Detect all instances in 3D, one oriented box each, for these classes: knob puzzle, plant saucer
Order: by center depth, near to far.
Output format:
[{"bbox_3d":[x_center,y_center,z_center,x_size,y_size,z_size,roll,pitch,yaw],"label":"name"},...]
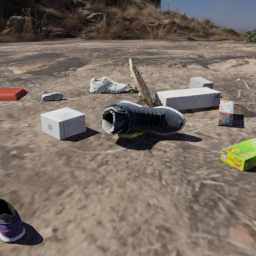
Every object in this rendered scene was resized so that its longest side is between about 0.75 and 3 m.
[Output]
[{"bbox_3d":[0.574,-1.853,13.111,0.359,2.586,2.586,-25,18,13],"label":"knob puzzle"},{"bbox_3d":[-6.605,-1.868,15.264,1.732,0.319,1.736,0,23,0],"label":"plant saucer"}]

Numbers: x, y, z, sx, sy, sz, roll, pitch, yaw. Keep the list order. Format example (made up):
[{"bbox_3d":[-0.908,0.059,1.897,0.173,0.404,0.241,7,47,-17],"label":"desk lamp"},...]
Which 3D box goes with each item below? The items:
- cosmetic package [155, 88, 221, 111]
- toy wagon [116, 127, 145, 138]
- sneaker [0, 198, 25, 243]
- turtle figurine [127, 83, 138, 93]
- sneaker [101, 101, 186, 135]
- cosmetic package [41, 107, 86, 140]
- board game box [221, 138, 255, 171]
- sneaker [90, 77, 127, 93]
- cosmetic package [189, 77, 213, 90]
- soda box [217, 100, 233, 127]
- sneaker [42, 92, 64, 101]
[{"bbox_3d":[2.870,-1.389,13.500,2.919,0.739,1.205,-7,23,-17],"label":"cosmetic package"},{"bbox_3d":[0.088,0.160,10.424,1.078,0.213,0.837,5,23,11],"label":"toy wagon"},{"bbox_3d":[-2.764,1.718,5.951,1.592,0.697,0.603,15,27,33],"label":"sneaker"},{"bbox_3d":[0.338,-2.347,16.210,0.734,0.493,0.980,-9,35,18],"label":"turtle figurine"},{"bbox_3d":[0.423,-0.234,9.814,2.844,1.081,2.055,12,16,23],"label":"sneaker"},{"bbox_3d":[-2.439,-0.205,10.622,1.205,0.743,1.209,20,28,39],"label":"cosmetic package"},{"bbox_3d":[3.745,0.785,8.663,1.597,0.380,0.811,-14,26,-30],"label":"board game box"},{"bbox_3d":[-1.107,-2.460,16.016,2.152,0.862,0.757,0,21,-4],"label":"sneaker"},{"bbox_3d":[4.063,-2.300,15.635,0.708,0.839,1.570,-6,21,-15],"label":"cosmetic package"},{"bbox_3d":[4.134,-0.644,11.853,0.567,0.610,1.784,8,23,18],"label":"soda box"},{"bbox_3d":[-3.988,-1.710,14.782,1.101,0.399,0.628,-8,20,-19],"label":"sneaker"}]
